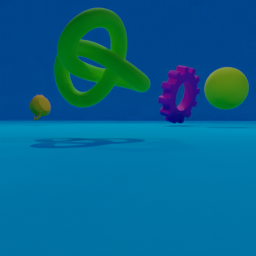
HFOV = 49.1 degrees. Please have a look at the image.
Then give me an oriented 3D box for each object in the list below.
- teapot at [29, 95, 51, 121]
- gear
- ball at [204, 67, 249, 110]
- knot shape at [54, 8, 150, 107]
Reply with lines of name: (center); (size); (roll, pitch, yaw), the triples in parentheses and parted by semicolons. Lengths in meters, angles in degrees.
teapot: (-3.456, -0.853, 10.874); (0.660, 1.348, 0.838); (-22, -37, 24)
gear: (1.927, -1.206, 10.316); (0.384, 2.074, 2.074); (21, 15, 40)
ball: (2.781, -1.117, 7.942); (1.185, 1.185, 1.185); (0, 2, 0)
knot shape: (-0.382, -0.633, 2.979); (1.034, 0.511, 1.105); (-19, -45, 31)
